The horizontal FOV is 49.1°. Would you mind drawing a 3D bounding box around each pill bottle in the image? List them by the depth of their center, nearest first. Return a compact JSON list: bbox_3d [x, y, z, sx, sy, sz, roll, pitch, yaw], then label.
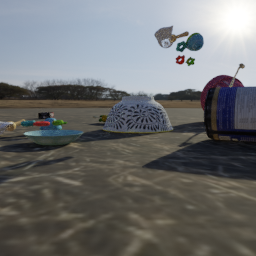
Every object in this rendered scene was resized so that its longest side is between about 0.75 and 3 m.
[{"bbox_3d":[3.171,-0.334,6.756,2.421,1.354,1.354,3,6,26],"label":"pill bottle"}]

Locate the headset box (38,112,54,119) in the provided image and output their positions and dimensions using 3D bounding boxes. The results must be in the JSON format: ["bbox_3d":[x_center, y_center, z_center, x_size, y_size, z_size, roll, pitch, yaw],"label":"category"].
[{"bbox_3d":[-5.023,-0.780,17.226,0.715,0.371,0.960,0,7,0],"label":"headset box"}]

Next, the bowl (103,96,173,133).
[{"bbox_3d":[0.341,-0.521,9.897,2.513,1.179,2.513,-1,5,0],"label":"bowl"}]

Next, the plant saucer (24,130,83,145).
[{"bbox_3d":[-1.745,0.228,6.648,1.370,0.264,1.370,0,6,0],"label":"plant saucer"}]

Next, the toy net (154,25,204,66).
[{"bbox_3d":[1.615,-2.802,9.366,2.182,1.144,0.421,7,40,-34],"label":"toy net"}]

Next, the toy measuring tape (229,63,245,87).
[{"bbox_3d":[4.644,-1.366,12.164,1.012,2.751,1.012,22,16,-6],"label":"toy measuring tape"}]

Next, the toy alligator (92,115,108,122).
[{"bbox_3d":[-0.961,-0.410,13.053,1.778,0.427,0.589,-3,2,39],"label":"toy alligator"}]

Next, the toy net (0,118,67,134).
[{"bbox_3d":[-3.073,0.018,8.258,2.377,0.459,1.247,-5,9,-27],"label":"toy net"}]

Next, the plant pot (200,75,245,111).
[{"bbox_3d":[5.131,-1.307,13.862,2.351,2.351,2.104,-2,21,-17],"label":"plant pot"}]
